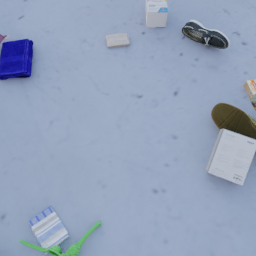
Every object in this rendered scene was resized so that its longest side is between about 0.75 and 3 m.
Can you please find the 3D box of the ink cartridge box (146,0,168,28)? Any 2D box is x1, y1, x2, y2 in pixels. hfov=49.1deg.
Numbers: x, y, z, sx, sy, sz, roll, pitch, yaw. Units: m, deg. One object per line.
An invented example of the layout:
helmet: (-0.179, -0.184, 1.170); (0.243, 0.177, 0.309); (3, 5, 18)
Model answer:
ink cartridge box: (1.204, -5.017, 11.956); (0.848, 0.844, 1.156); (0, 63, 0)

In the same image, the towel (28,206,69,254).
towel: (-2.344, 2.979, 8.243); (0.834, 0.135, 1.135); (-33, 67, -16)

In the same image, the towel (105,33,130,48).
towel: (-0.428, -3.632, 11.629); (0.977, 0.168, 0.648); (-10, 62, -5)

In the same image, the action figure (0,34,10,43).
action figure: (-5.552, -2.950, 11.015); (1.203, 1.337, 1.796); (-9, 81, 33)

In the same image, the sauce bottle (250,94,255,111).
sauce bottle: (4.558, -0.320, 8.966); (0.613, 1.895, 0.613); (-31, 27, 18)

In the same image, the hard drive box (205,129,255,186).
hard drive box: (3.228, 0.887, 8.751); (1.136, 0.560, 1.458); (21, 92, 9)

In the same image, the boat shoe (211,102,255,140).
boat shoe: (4.031, 0.118, 9.409); (2.732, 0.860, 0.997); (35, 102, 22)

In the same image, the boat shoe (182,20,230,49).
boat shoe: (3.110, -3.668, 11.360); (0.620, 0.777, 2.056); (-42, 58, -20)

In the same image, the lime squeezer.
lime squeezer: (-1.866, 3.275, 7.902); (2.344, 0.442, 0.828); (-11, 67, -8)

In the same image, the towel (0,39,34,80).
towel: (-4.403, -2.726, 10.945); (1.308, 0.439, 1.771); (-5, 64, 0)

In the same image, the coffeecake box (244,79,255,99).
coffeecake box: (4.878, -1.486, 10.439); (0.850, 0.310, 0.652); (-11, 63, -6)
